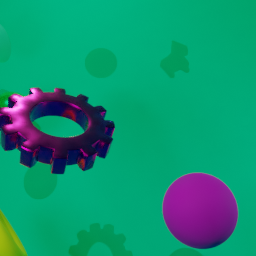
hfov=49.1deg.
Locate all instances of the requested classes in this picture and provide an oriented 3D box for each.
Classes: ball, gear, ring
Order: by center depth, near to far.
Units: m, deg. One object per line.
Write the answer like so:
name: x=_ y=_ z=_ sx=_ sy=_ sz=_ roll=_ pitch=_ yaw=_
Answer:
gear: x=-1.018 y=-0.035 z=4.132 sx=1.622 sy=0.300 sz=1.622 roll=14 pitch=35 yaw=-10
ring: x=-2.061 y=1.613 z=4.443 sx=0.295 sy=1.473 sz=1.473 roll=-33 pitch=70 yaw=-25
ball: x=1.241 y=1.424 z=4.890 sx=1.272 sy=1.272 sz=1.272 roll=0 pitch=67 yaw=0
ball: x=-2.579 y=-0.346 z=6.225 sx=0.928 sy=0.928 sz=0.928 roll=0 pitch=67 yaw=0

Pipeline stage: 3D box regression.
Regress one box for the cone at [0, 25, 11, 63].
cone: x=-3.430 y=-1.907 z=6.446 sx=0.978 sy=0.978 sz=0.982 roll=36 pitch=37 yaw=14
